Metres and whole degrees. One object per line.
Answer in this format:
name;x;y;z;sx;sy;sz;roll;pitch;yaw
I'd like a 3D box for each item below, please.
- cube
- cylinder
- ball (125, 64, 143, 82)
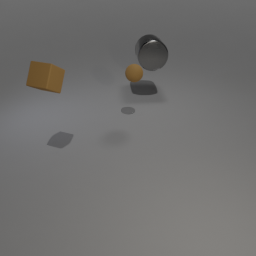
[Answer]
cube;-2.300;-1.416;7.862;0.700;0.700;0.700;12;1;19
cylinder;1.086;-3.571;13.219;1.400;1.400;1.400;-2;29;-4
ball;0.240;-2.130;10.874;0.700;0.700;0.700;0;31;0
